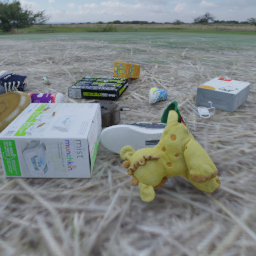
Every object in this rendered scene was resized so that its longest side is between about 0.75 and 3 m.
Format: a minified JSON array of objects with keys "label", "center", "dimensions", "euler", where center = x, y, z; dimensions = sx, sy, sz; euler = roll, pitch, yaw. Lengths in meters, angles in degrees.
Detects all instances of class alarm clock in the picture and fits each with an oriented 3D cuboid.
[{"label":"alarm clock","center":[-0.888,-0.673,11.477],"dimensions":[2.320,0.772,1.565],"euler":[-11,26,-30]}]

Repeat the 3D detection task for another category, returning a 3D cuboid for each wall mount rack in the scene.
[{"label":"wall mount rack","center":[3.120,-0.873,12.162],"dimensions":[1.148,0.492,1.321],"euler":[2,23,6]}]

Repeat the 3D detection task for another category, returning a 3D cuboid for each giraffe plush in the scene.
[{"label":"giraffe plush","center":[0.920,0.891,6.957],"dimensions":[1.861,2.295,1.980],"euler":[-32,34,3]}]

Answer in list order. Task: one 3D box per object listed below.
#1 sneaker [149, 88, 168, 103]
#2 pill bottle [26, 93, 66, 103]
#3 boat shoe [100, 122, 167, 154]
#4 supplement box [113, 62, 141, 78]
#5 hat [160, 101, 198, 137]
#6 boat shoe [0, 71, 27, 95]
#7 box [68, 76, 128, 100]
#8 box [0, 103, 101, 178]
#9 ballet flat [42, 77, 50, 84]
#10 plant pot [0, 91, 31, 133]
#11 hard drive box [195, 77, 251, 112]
[{"label":"sneaker","center":[1.499,-1.614,13.633],"dimensions":[0.904,0.652,1.722],"euler":[3,23,6]},{"label":"pill bottle","center":[-3.586,-0.849,11.326],"dimensions":[1.983,1.115,1.115],"euler":[0,24,0]},{"label":"boat shoe","center":[0.434,0.223,9.144],"dimensions":[2.708,0.972,0.918],"euler":[-2,24,-10]},{"label":"supplement box","center":[-0.036,-3.466,16.875],"dimensions":[0.912,0.882,2.650],"euler":[11,14,19]},{"label":"hat","center":[1.965,-0.235,10.621],"dimensions":[1.122,1.056,1.275],"euler":[28,56,-14]},{"label":"boat shoe","center":[-6.148,-2.142,14.327],"dimensions":[1.384,1.114,2.983],"euler":[8,32,-6]},{"label":"box","center":[-1.512,-2.168,14.951],"dimensions":[2.622,0.623,2.533],"euler":[4,22,11]},{"label":"box","center":[-2.163,0.223,8.630],"dimensions":[2.441,1.338,2.766],"euler":[0,24,0]},{"label":"ballet flat","center":[-4.922,-2.788,16.760],"dimensions":[0.360,0.389,1.154],"euler":[-34,27,-6]},{"label":"plant pot","center":[-4.759,-0.622,10.470],"dimensions":[2.371,0.326,2.371],"euler":[-14,44,14]},{"label":"hard drive box","center":[4.558,-1.644,13.400],"dimensions":[1.802,0.888,2.312],"euler":[17,29,32]}]
